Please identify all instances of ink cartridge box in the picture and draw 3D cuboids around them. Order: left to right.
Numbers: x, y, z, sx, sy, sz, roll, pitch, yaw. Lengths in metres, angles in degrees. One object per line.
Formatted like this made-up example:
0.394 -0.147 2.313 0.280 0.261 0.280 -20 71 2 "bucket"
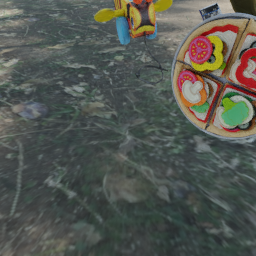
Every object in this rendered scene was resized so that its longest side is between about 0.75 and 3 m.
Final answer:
2.816 -3.999 9.733 0.172 0.436 0.876 -42 22 -20 "ink cartridge box"

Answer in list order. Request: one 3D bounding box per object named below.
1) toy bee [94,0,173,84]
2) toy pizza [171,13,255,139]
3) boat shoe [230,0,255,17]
0.241 -1.935 4.780 1.331 1.106 2.034 -32 63 -19 "toy bee"
1.836 -0.909 5.414 2.446 2.446 0.388 26 33 32 "toy pizza"
3.656 -3.352 8.266 0.899 2.516 0.827 2 41 48 "boat shoe"
